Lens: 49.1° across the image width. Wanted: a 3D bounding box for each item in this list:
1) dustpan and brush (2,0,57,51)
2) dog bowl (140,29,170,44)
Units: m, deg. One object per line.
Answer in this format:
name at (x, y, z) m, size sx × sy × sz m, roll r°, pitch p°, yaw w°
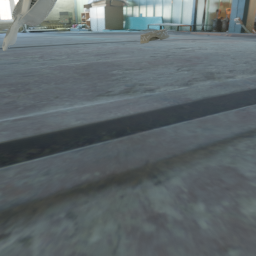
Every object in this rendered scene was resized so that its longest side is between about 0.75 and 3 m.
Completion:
dustpan and brush at (-2.604, -3.034, 7.291) m, size 1.804 × 2.584 × 0.740 m, roll -1°, pitch -16°, yaw 39°
dog bowl at (0.995, -3.502, 10.662) m, size 1.137 × 0.334 × 1.137 m, roll -12°, pitch 21°, yaw 4°
